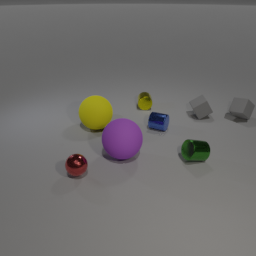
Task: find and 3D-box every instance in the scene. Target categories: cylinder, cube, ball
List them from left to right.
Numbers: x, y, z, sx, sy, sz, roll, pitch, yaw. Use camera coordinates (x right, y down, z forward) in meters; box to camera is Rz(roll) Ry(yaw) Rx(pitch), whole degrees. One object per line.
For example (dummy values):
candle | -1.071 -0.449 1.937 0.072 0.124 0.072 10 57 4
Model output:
ball | -1.602 1.147 8.709 0.700 0.700 0.700 0 27 0
ball | -1.323 -0.636 11.534 1.400 1.400 1.400 0 27 0
ball | -0.195 0.367 9.529 1.400 1.400 1.400 0 27 0
cylinder | 0.819 -1.317 13.627 0.700 0.700 0.700 0 27 0
cylinder | 1.279 -0.279 11.624 0.700 0.700 0.700 13 30 24
cylinder | 2.280 0.754 9.449 0.700 0.700 0.700 6 23 -27
cube | 3.271 -0.942 12.567 0.700 0.700 0.700 -29 27 14
cube | 4.986 -0.864 12.278 0.700 0.700 0.700 28 -6 -38
